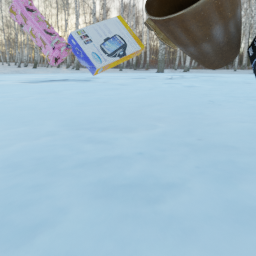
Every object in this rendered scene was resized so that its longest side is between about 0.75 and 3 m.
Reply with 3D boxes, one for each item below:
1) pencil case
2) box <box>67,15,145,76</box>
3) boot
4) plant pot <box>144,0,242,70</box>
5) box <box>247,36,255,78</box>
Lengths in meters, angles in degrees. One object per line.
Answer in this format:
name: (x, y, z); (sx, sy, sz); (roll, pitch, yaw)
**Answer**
pencil case: (-1.893, -2.101, 6.045); (0.640, 1.546, 0.669); (-36, -5, -43)
box: (-0.847, -2.947, 9.986); (2.694, 1.604, 0.559); (-33, -6, -30)
boot: (1.447, -3.948, 11.480); (1.739, 0.656, 0.640); (47, 23, 2)
plant pot: (1.911, -2.616, 6.986); (2.161, 2.161, 2.312); (15, -23, 47)
box: (3.458, -1.825, 6.211); (0.752, 1.431, 1.747); (15, 45, -3)
